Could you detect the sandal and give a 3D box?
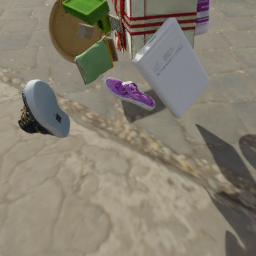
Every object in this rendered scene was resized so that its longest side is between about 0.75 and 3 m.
[{"bbox_3d":[0.107,-0.885,6.644,1.481,0.364,0.603,20,43,-33],"label":"sandal"}]

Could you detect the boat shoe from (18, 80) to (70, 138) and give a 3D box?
[{"bbox_3d":[-1.650,-0.252,4.955,0.802,1.767,0.625,3,68,6],"label":"boat shoe"}]

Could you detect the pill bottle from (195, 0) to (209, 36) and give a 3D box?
[{"bbox_3d":[1.674,-4.177,8.383,1.479,2.635,1.479,-5,26,3],"label":"pill bottle"}]

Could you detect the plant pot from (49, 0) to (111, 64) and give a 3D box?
[{"bbox_3d":[-1.047,-2.179,6.126,1.534,1.534,0.211,-30,35,-28],"label":"plant pot"}]

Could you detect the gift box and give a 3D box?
[{"bbox_3d":[0.526,-2.865,7.346,1.901,1.879,2.036,-9,31,-10],"label":"gift box"}]

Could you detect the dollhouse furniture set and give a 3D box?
[{"bbox_3d":[-0.484,-1.420,4.827,0.653,1.692,0.846,34,68,30],"label":"dollhouse furniture set"}]

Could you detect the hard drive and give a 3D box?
[{"bbox_3d":[1.133,-1.370,6.824,1.376,2.086,0.274,-50,38,-7],"label":"hard drive"}]

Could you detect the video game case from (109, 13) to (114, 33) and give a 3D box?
[{"bbox_3d":[-1.182,-3.853,10.478,1.565,1.120,0.139,-46,17,-26],"label":"video game case"}]
